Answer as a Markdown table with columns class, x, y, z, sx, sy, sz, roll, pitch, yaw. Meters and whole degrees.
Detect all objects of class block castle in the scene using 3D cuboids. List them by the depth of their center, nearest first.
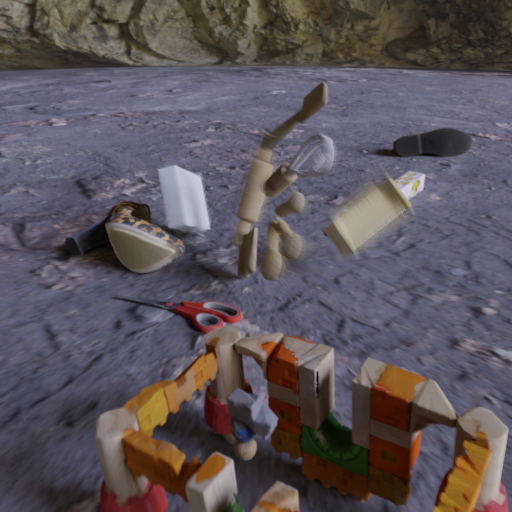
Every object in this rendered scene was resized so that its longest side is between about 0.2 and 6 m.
| class | x | y | z | sx | sy | sz | roll | pitch | yaw |
| --- | --- | --- | --- | --- | --- | --- | --- | --- | --- |
| block castle | 0.337 | 1.865 | 4.564 | 2.981 | 1.399 | 1.992 | 13 | 31 | 32 |

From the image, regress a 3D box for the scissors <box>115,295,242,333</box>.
| class | x | y | z | sx | sy | sz | roll | pitch | yaw |
| --- | --- | --- | --- | --- | --- | --- | --- | --- | --- |
| scissors | -1.190 | 0.765 | 8.603 | 2.067 | 0.144 | 0.756 | 14 | 30 | 31 |

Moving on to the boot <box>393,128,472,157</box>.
| class | x | y | z | sx | sy | sz | roll | pitch | yaw |
| --- | --- | --- | --- | --- | --- | --- | --- | --- | --- |
| boot | 5.517 | -3.576 | 17.659 | 2.413 | 0.888 | 0.910 | -2 | 14 | 2 |

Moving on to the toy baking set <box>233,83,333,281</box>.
| class | x | y | z | sx | sy | sz | roll | pitch | yaw |
| --- | --- | --- | --- | --- | --- | --- | --- | --- | --- |
| toy baking set | 0.410 | -1.055 | 8.892 | 0.375 | 3.226 | 2.476 | 11 | 9 | -25 |

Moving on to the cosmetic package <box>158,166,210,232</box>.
| class | x | y | z | sx | sy | sz | roll | pitch | yaw |
| --- | --- | --- | --- | --- | --- | --- | --- | --- | --- |
| cosmetic package | -1.342 | -1.043 | 10.617 | 0.375 | 1.094 | 1.451 | -9 | -3 | 12 |

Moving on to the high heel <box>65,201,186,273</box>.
| class | x | y | z | sx | sy | sz | roll | pitch | yaw |
| --- | --- | --- | --- | --- | --- | --- | --- | --- | --- |
| high heel | -1.946 | -0.555 | 10.388 | 2.786 | 0.995 | 1.986 | 5 | 29 | 34 |

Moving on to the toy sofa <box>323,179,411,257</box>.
| class | x | y | z | sx | sy | sz | roll | pitch | yaw |
| --- | --- | --- | --- | --- | --- | --- | --- | --- | --- |
| toy sofa | 1.848 | -0.624 | 9.459 | 1.408 | 0.583 | 0.687 | -37 | -2 | -15 |

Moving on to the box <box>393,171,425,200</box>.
| class | x | y | z | sx | sy | sz | roll | pitch | yaw |
| --- | --- | --- | --- | --- | --- | --- | --- | --- | --- |
| box | 3.464 | -1.561 | 13.465 | 0.463 | 0.432 | 2.234 | 16 | 28 | 32 |
